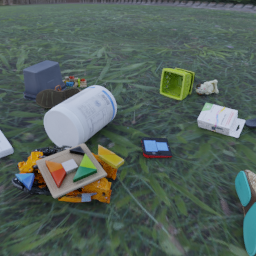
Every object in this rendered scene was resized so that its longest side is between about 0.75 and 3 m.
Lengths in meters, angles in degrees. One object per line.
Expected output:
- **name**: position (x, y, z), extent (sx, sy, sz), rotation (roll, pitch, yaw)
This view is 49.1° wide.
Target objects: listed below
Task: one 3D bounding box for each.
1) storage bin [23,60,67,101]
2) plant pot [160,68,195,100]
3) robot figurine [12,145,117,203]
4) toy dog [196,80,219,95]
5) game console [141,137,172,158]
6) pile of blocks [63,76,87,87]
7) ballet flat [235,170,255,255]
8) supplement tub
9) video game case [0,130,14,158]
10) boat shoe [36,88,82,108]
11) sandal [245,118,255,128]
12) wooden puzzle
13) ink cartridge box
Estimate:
- **storage bin**: position (-4.259, -2.479, 14.365), extent (1.600, 1.476, 2.198), rotation (16, 35, 24)
- **plant pot**: position (2.573, -2.326, 14.281), extent (1.364, 1.371, 1.244), rotation (25, 33, 36)
- **robot figurine**: position (-1.897, 1.418, 8.495), extent (2.984, 0.869, 2.164), rotation (5, 31, 7)
- **toy dog**: position (3.998, -2.086, 14.476), extent (1.027, 0.716, 0.995), rotation (-15, 22, -22)
- **game console**: position (1.038, 0.702, 10.344), extent (1.035, 0.182, 1.171), rotation (-2, 32, -2)
- **pile of blocks**: position (-2.997, -2.596, 15.507), extent (1.535, 0.477, 0.630), rotation (7, 32, 13)
- **ballet flat**: position (3.471, 2.163, 7.256), extent (0.923, 0.997, 2.828), rotation (18, 37, 2)
- **supplement tub**: position (-1.748, -0.474, 10.834), extent (1.707, 1.707, 2.587), rotation (17, 35, 25)
- **video game case**: position (-5.902, 0.720, 10.170), extent (2.697, 0.320, 2.455), rotation (-22, 37, -31)
- **boat shoe**: position (-3.097, -1.311, 13.149), extent (2.555, 0.919, 0.868), rotation (1, -7, 23)
- **sandal**: position (5.346, -0.174, 11.768), extent (1.311, 0.281, 0.499), rotation (-13, 39, -38)
- **wooden puzzle**: position (-1.616, 1.091, 7.959), extent (2.692, 0.315, 1.816), rotation (-26, 43, -30)
- **ink cartridge box**: position (3.791, -0.329, 11.340), extent (1.661, 0.559, 0.973), rotation (19, 64, 28)
